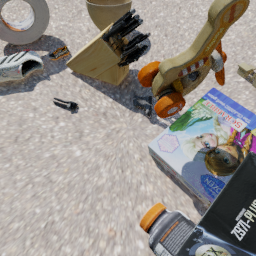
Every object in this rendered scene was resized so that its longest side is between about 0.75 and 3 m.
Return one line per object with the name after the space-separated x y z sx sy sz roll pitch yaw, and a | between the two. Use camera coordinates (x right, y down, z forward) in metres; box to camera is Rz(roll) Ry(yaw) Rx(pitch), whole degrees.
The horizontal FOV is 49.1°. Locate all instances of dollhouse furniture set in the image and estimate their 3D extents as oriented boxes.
4.963 -2.191 10.023 1.470 0.817 1.300 -24 54 -19 | dollhouse furniture set

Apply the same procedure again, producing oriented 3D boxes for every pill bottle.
1.178 2.521 5.953 1.076 1.076 2.026 -36 59 -26 | pill bottle

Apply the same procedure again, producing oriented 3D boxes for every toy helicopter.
1.550 -1.492 5.766 1.940 2.934 1.157 -15 66 -25 | toy helicopter

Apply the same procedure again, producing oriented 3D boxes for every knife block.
-0.766 -2.850 9.404 2.977 2.613 0.952 21 52 16 | knife block

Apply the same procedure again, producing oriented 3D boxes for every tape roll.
-4.338 -4.523 10.893 2.421 2.421 0.800 -20 51 -16 | tape roll

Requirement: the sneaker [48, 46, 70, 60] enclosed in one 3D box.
-2.729 -2.952 10.968 0.892 0.344 0.349 -32 59 -22 | sneaker

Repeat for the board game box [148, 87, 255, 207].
2.443 0.542 7.553 2.732 0.563 2.739 -41 60 -13 | board game box

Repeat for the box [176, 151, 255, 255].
1.470 1.187 3.408 0.718 1.668 1.366 36 91 33 | box

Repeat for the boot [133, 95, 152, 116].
0.467 -0.715 9.172 0.625 0.331 0.949 2 39 5 | boot

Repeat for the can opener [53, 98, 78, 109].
-2.109 -0.804 9.284 0.881 0.346 0.279 13 90 14 | can opener

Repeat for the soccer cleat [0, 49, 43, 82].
-4.264 -2.059 9.907 2.589 0.888 1.103 -28 52 -27 | soccer cleat

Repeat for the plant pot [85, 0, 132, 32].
-0.779 -4.766 11.770 1.915 1.285 1.915 0 40 0 | plant pot
